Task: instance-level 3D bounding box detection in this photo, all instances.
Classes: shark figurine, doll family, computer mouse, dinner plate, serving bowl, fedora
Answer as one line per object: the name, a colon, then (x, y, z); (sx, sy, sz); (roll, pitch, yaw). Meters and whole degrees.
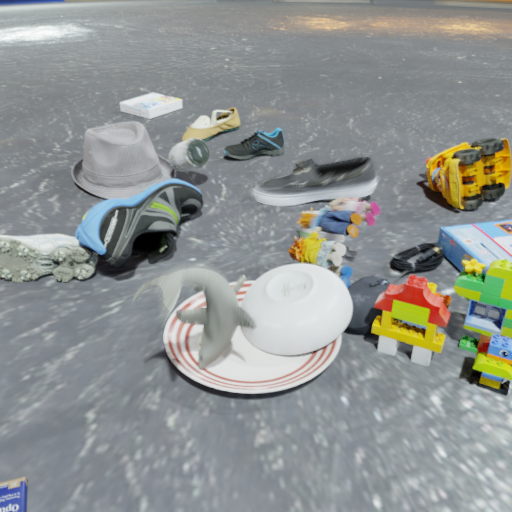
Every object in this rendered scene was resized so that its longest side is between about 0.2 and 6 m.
shark figurine: (-0.432, 0.602, 6.577); (0.878, 2.105, 1.258); (33, 73, 30)
doll family: (1.118, -0.355, 9.157); (1.152, 0.837, 1.856); (6, 65, 53)
computer mouse: (2.254, 0.351, 9.057); (0.896, 0.520, 3.056); (21, 36, 32)
dinner plate: (-0.054, 1.133, 7.971); (2.494, 0.302, 2.494); (1, 31, 0)
serving bowl: (0.529, 0.631, 8.048); (1.653, 0.544, 1.653); (-9, 37, 7)
fedora: (-3.109, -2.365, 12.912); (2.317, 1.183, 2.620); (-14, 34, -22)

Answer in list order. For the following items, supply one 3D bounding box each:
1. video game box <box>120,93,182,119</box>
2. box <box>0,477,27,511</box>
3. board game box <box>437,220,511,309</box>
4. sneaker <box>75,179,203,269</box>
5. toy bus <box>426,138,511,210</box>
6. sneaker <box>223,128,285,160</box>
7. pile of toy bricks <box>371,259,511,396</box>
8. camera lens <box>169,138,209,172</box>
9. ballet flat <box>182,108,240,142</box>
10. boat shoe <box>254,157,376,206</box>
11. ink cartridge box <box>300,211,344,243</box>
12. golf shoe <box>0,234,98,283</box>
video game box: (-3.306, -4.754, 17.694); (1.328, 0.341, 1.457); (19, 36, 33)
box: (-2.587, 2.669, 5.573); (0.548, 0.147, 0.904); (-10, 34, -15)
board game box: (4.895, 0.039, 9.560); (2.797, 0.512, 2.116); (-7, 32, -11)
sneaker: (-1.905, -0.527, 10.169); (1.283, 1.097, 3.095); (48, 31, 3)
toy bus: (4.349, -1.845, 12.190); (1.814, 1.231, 1.742); (-25, 26, -30)
sneaker: (-0.059, -2.862, 14.235); (1.634, 0.669, 0.598); (-12, 33, -18)
pile of toy bricks: (3.354, 0.694, 7.415); (3.252, 1.606, 1.804); (15, 34, 23)
camera lens: (-1.490, -2.238, 12.488); (0.659, 0.659, 0.824); (-26, 13, -36)
ballet flat: (-1.285, -3.669, 15.582); (0.712, 0.653, 2.073); (21, 37, 35)
boat shoe: (1.221, -1.663, 11.877); (2.618, 0.867, 0.915); (-2, 34, 9)
ink cartridge box: (1.244, -0.534, 10.452); (0.771, 0.563, 0.325); (-3, 28, -11)
golf shoe: (-3.695, -0.036, 9.610); (1.994, 0.781, 0.969); (7, 22, -5)
